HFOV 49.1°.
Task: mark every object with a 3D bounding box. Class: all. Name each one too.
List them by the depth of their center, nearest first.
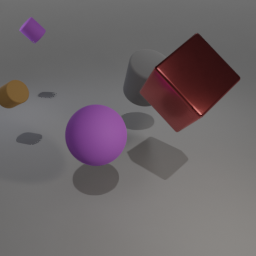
[{"bbox_3d":[-0.723,0.164,6.410,1.400,1.400,1.400,0,29,0],"label":"ball"},{"bbox_3d":[1.352,-0.978,6.469,1.400,1.400,1.400,-42,87,-18],"label":"cube"},{"bbox_3d":[-3.421,-0.993,8.291,0.700,0.700,0.700,-14,16,39],"label":"cylinder"},{"bbox_3d":[0.621,-1.684,9.533,1.400,1.400,1.400,5,56,-8],"label":"cylinder"},{"bbox_3d":[-3.672,-3.762,10.795,0.700,0.700,0.700,-30,37,26],"label":"cylinder"}]
